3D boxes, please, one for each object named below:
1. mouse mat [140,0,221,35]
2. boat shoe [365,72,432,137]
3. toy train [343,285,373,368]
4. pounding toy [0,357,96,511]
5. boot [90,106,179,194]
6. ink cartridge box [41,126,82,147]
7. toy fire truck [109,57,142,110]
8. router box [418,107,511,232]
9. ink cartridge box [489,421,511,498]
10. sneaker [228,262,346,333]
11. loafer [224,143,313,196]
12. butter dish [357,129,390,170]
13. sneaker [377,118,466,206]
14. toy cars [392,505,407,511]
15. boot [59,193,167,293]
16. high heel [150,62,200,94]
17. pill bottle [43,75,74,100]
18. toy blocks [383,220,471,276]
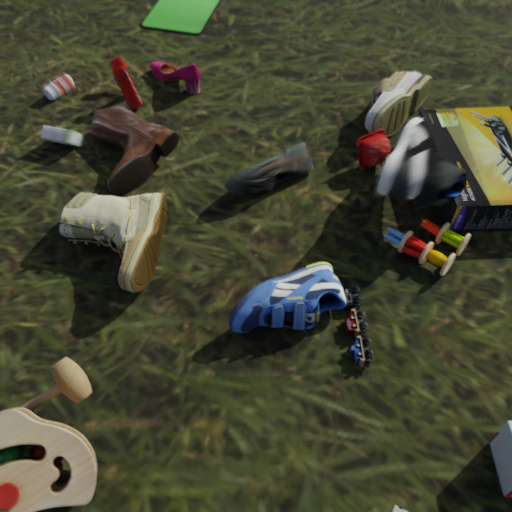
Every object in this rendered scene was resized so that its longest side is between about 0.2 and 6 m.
[{"bbox_3d":[-2.240,-7.438,17.021,1.913,0.089,2.377,12,51,9],"label":"mouse mat"},{"bbox_3d":[3.236,-3.689,13.492,0.925,1.011,2.704,29,47,24],"label":"boat shoe"},{"bbox_3d":[1.759,1.223,9.926,0.382,0.285,1.670,-5,51,0],"label":"toy train"},{"bbox_3d":[-3.304,3.123,8.104,1.725,1.731,3.018,45,70,-1],"label":"pounding toy"},{"bbox_3d":[-3.204,-2.501,12.696,2.276,0.731,2.121,30,60,26],"label":"boot"},{"bbox_3d":[-4.501,-2.766,12.943,0.722,0.527,0.304,12,92,9],"label":"ink cartridge box"},{"bbox_3d":[-3.252,-4.308,13.992,0.337,1.384,0.976,-26,11,1],"label":"toy fire truck"},{"bbox_3d":[5.008,-1.953,12.114,2.458,0.817,3.127,-3,51,-2],"label":"router box"},{"bbox_3d":[4.231,2.950,8.149,1.209,0.878,0.874,-1,51,-1],"label":"ink cartridge box"},{"bbox_3d":[0.589,0.876,9.875,2.236,0.827,0.919,-23,57,-16],"label":"sneaker"},{"bbox_3d":[0.354,-1.744,12.038,2.142,0.770,0.674,-30,92,-23],"label":"loafer"},{"bbox_3d":[2.677,-2.294,12.340,0.781,0.779,0.577,-25,33,-17],"label":"butter dish"},{"bbox_3d":[3.491,-1.790,11.254,1.529,0.998,2.733,21,43,14],"label":"sneaker"},{"bbox_3d":[1.915,3.768,7.962,0.780,0.173,0.350,-8,53,-11],"label":"toy cars"},{"bbox_3d":[-2.851,-0.337,10.788,1.928,0.898,2.493,4,46,2],"label":"boot"},{"bbox_3d":[-2.127,-4.857,14.448,0.589,0.840,1.750,-38,60,-26],"label":"high heel"},{"bbox_3d":[-5.032,-4.287,14.265,0.389,0.389,0.709,32,60,23],"label":"pill bottle"},{"bbox_3d":[3.341,-0.346,11.049,1.370,0.497,1.141,33,59,24],"label":"toy blocks"}]
